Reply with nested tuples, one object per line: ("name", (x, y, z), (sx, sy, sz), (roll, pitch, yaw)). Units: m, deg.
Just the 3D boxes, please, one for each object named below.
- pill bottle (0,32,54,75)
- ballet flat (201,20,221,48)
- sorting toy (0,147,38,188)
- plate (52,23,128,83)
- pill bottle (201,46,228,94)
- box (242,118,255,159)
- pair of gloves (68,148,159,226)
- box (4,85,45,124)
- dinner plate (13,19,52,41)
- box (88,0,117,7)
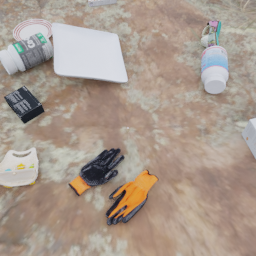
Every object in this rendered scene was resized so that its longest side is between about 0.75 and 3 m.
("pill bottle", (-3.695, -2.699, 10.212), (1.782, 1.008, 1.008), (-32, 61, -19))
("ballet flat", (3.308, -3.641, 11.169), (0.728, 0.707, 2.045), (-1, 48, 22))
("sorting toy", (-3.043, 1.015, 7.888), (1.238, 0.661, 1.115), (-6, 47, -3))
("plate", (-1.427, -2.631, 10.118), (2.558, 0.414, 2.564), (3, 56, -23))
("pill bottle", (3.031, -2.029, 9.813), (0.897, 0.897, 1.650), (8, 55, 5))
("box", (3.928, 0.316, 8.221), (0.552, 0.790, 1.038), (-11, 56, -7))
("pair of gloves", (-0.391, 1.532, 7.710), (2.042, 0.252, 1.819), (35, 63, 25))
("box", (-3.409, -0.781, 9.214), (0.788, 0.440, 1.117), (-37, 62, -19))
("dinner plate", (-3.903, -3.969, 11.616), (1.648, 0.200, 1.648), (-1, 55, 1))
("box", (-1.185, -5.838, 12.893), (1.304, 0.270, 0.252), (-12, 56, -8))
